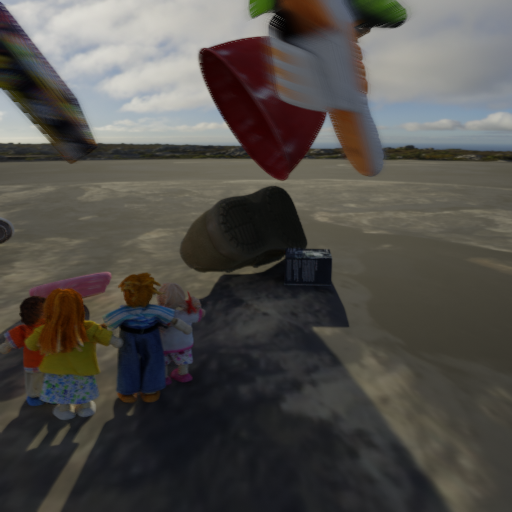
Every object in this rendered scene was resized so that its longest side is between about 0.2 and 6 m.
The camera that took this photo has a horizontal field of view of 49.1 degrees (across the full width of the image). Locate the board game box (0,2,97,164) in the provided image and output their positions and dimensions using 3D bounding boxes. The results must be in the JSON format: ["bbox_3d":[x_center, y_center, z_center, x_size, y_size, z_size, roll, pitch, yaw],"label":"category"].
[{"bbox_3d":[-4.177,-3.255,10.614,0.707,2.492,2.060,-31,50,1],"label":"board game box"}]

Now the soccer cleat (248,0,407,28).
[{"bbox_3d":[0.986,-3.479,7.804,2.257,0.915,0.762,8,52,-16],"label":"soccer cleat"}]

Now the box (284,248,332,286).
[{"bbox_3d":[0.838,0.171,9.119,0.748,0.472,0.761,3,13,3],"label":"box"}]

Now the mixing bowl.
[{"bbox_3d":[0.385,-3.573,12.579,1.820,3.361,3.361,-36,21,-8],"label":"mixing bowl"}]

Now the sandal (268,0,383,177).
[{"bbox_3d":[0.779,-1.965,6.822,0.863,3.010,1.153,-34,39,-5],"label":"sandal"}]

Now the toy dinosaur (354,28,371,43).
[{"bbox_3d":[1.921,-4.976,12.505,1.835,0.554,0.974,-10,15,-21],"label":"toy dinosaur"}]

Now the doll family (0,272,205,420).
[{"bbox_3d":[-1.243,0.739,4.914,1.875,1.164,0.845,-5,14,-22],"label":"doll family"}]

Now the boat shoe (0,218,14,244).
[{"bbox_3d":[-5.892,-0.424,11.422,1.859,0.668,0.553,-2,18,8],"label":"boat shoe"}]

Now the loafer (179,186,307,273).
[{"bbox_3d":[-0.163,-0.439,9.707,1.185,1.336,3.515,-21,-7,25],"label":"loafer"}]

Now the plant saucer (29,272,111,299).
[{"bbox_3d":[-2.508,0.469,7.644,1.085,0.275,1.085,-13,-2,0],"label":"plant saucer"}]
